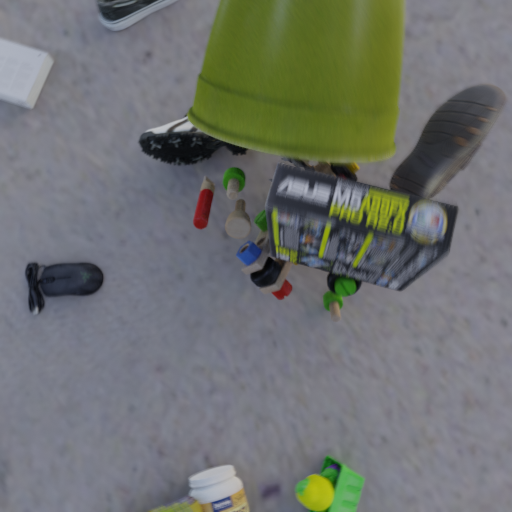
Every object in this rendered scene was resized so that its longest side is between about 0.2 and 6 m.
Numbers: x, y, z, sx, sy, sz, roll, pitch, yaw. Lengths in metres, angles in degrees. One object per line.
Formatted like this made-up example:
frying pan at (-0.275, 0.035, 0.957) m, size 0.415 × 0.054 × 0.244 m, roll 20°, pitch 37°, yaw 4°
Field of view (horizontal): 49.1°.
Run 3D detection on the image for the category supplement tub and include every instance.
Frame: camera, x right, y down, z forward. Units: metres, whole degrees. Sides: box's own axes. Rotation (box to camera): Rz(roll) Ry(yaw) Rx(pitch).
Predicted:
supplement tub at (-0.560, 3.975, 8.762) m, size 0.845 × 0.845 × 1.170 m, roll -15°, pitch 80°, yaw -3°

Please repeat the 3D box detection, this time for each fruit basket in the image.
fruit basket at (1.037, 3.736, 8.801) m, size 1.173 × 0.846 × 1.173 m, roll 2°, pitch 83°, yaw -14°

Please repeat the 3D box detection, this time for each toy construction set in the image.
toy construction set at (0.525, -0.821, 9.295) m, size 2.943 × 2.455 × 2.262 m, roll 19°, pitch 35°, yaw -12°

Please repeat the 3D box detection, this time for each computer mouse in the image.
computer mouse at (-3.352, 0.458, 9.708) m, size 1.356 × 0.357 × 0.939 m, roll -9°, pitch 78°, yaw -2°

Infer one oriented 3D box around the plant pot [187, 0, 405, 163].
plant pot at (0.753, -3.163, 7.648) m, size 3.079 × 3.079 × 2.964 m, roll 11°, pitch 115°, yaw 2°

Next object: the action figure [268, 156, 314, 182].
action figure at (0.495, -1.200, 8.195) m, size 0.545 × 1.069 × 0.635 m, roll 22°, pitch 112°, yaw -16°

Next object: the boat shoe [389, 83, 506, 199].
boat shoe at (2.898, -1.660, 8.482) m, size 0.800 × 0.787 × 2.147 m, roll 55°, pitch 127°, yaw 22°

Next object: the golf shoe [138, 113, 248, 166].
golf shoe at (-0.958, -2.331, 10.088) m, size 2.351 × 0.914 × 1.111 m, roll -8°, pitch 66°, yaw -7°

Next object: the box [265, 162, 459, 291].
box at (1.249, -0.269, 7.550) m, size 2.148 × 2.681 × 0.594 m, roll 16°, pitch 78°, yaw 7°

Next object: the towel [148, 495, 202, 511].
towel at (-1.145, 5.128, 8.461) m, size 1.960 × 0.311 × 2.729 m, roll -31°, pitch 78°, yaw 21°

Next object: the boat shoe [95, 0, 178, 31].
boat shoe at (-2.013, -5.147, 10.583) m, size 2.270 × 0.805 × 0.818 m, roll -42°, pitch 82°, yaw -7°

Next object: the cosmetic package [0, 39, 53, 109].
cosmetic package at (-4.666, -3.461, 10.482) m, size 1.372 × 0.355 × 1.035 m, roll 18°, pitch 81°, yaw 4°
